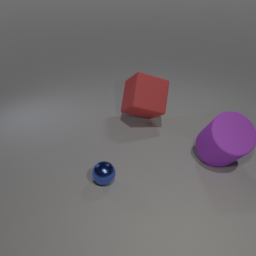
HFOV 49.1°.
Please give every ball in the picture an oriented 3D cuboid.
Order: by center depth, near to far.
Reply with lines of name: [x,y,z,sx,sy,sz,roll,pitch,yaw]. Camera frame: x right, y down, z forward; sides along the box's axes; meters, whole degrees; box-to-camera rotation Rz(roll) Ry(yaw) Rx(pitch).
ball: [-0.716,1.334,8.312,0.700,0.700,0.700,0,29,0]

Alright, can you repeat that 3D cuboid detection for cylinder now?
cylinder: [3.014,0.388,8.764,1.400,1.400,1.400,3,68,-7]

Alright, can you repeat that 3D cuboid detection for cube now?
cube: [0.666,-1.265,11.325,1.400,1.400,1.400,12,-10,-20]
